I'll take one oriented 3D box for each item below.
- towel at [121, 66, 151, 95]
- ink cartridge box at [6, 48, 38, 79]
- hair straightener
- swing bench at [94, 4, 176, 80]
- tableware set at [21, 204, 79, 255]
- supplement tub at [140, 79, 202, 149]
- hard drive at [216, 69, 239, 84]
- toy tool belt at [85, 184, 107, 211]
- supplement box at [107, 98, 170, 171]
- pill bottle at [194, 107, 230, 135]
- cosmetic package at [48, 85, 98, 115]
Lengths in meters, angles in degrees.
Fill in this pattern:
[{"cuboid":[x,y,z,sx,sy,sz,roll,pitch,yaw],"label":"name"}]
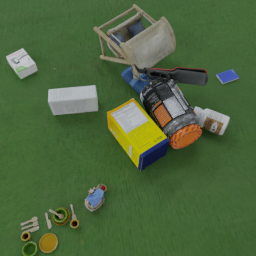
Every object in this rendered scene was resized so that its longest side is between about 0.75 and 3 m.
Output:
[{"cuboid":[0.555,-1.909,11.372,0.968,0.421,1.734,-34,65,-18],"label":"towel"},{"cuboid":[-4.477,-2.723,11.822,0.814,0.470,1.119,-34,65,-18],"label":"ink cartridge box"},{"cuboid":[1.318,-1.704,8.921,2.505,0.513,0.964,10,30,1],"label":"hair straightener"},{"cuboid":[0.327,-3.589,11.524,2.378,1.551,2.391,-40,57,-22],"label":"swing bench"},{"cuboid":[-2.368,3.101,8.494,1.774,0.272,1.195,-18,61,-11],"label":"tableware set"},{"cuboid":[1.521,-0.529,9.954,1.452,1.452,2.370,-21,62,-12],"label":"supplement tub"},{"cuboid":[4.164,-2.149,11.701,0.773,0.098,0.510,-19,61,-11],"label":"hard drive"},{"cuboid":[-1.001,2.143,8.877,0.590,0.581,0.945,31,64,17],"label":"toy tool belt"},{"cuboid":[0.308,0.215,9.693,1.136,1.143,2.087,-30,65,-17],"label":"supplement box"},{"cuboid":[2.967,-0.299,10.242,1.269,0.726,0.726,23,62,14],"label":"pill bottle"},{"cuboid":[-2.039,-1.045,10.589,1.745,0.885,0.622,-5,59,-4],"label":"cosmetic package"}]
